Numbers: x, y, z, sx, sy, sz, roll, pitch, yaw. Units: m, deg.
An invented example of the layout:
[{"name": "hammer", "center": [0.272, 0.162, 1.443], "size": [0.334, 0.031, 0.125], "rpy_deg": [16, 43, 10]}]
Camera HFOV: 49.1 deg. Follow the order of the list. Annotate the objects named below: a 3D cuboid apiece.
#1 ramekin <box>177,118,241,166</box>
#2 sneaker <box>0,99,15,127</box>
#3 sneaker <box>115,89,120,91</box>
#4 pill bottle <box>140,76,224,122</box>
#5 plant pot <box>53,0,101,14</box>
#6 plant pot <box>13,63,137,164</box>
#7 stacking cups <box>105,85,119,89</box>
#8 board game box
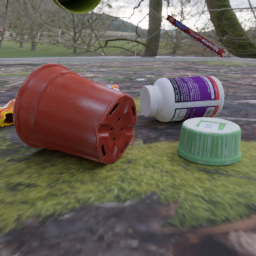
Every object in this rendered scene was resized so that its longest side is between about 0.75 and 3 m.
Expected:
[{"name": "ramekin", "center": [1.915, 0.255, 6.586], "size": [1.472, 0.719, 1.472], "rpy_deg": [0, 17, 0]}, {"name": "sneaker", "center": [-3.796, -0.423, 9.143], "size": [0.794, 0.751, 2.059], "rpy_deg": [26, 20, 0]}, {"name": "sneaker", "center": [-1.009, -1.100, 10.451], "size": [1.441, 1.008, 2.495], "rpy_deg": [6, 17, 26]}, {"name": "pill bottle", "center": [1.749, -0.967, 9.281], "size": [2.554, 1.436, 1.436], "rpy_deg": [-5, 18, -17]}, {"name": "plant pot", "center": [-1.346, -3.229, 6.336], "size": [1.233, 1.233, 1.318], "rpy_deg": [-9, 23, -27]}, {"name": "plant pot", "center": [-1.043, -0.236, 6.332], "size": [2.045, 2.103, 2.103], "rpy_deg": [18, 24, 26]}, {"name": "stacking cups", "center": [-1.049, -1.901, 13.847], "size": [0.542, 0.542, 1.791], "rpy_deg": [8, 17, 23]}, {"name": "board game box", "center": [2.399, -3.192, 9.803], "size": [2.261, 0.220, 1.164], "rpy_deg": [38, 22, 12]}]
